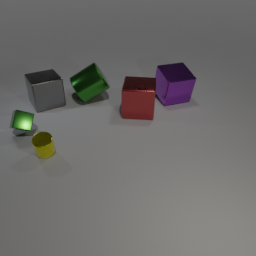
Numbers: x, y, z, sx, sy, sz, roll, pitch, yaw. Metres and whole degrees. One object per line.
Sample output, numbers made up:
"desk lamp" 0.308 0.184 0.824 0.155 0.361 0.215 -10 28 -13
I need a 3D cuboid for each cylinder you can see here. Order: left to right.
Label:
"cylinder" -2.966 0.603 9.870 0.700 0.700 0.700 2 51 -3
"cylinder" -1.791 -2.144 13.256 1.400 1.400 1.400 -31 34 6

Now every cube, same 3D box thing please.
"cube" -4.157 -0.277 10.955 0.700 0.700 0.700 14 -8 -30
"cube" -3.858 -1.770 13.079 1.400 1.400 1.400 -17 36 -25
"cube" 0.486 -1.334 12.343 1.400 1.400 1.400 4 35 4
"cube" 2.179 -2.102 13.349 1.400 1.400 1.400 -11 47 -16
